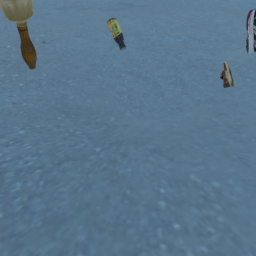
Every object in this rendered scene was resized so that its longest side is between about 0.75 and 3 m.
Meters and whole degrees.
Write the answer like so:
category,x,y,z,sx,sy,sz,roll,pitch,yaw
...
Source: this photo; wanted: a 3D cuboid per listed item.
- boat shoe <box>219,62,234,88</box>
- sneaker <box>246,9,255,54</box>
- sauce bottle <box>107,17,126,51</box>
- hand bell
category,x,y,z,sx,sy,sz,roll,pitch,yaw
boat shoe,2.736,-1.493,7.894,0.328,0.329,0.912,-18,53,27
sneaker,2.886,-2.175,6.246,0.426,0.988,0.397,-4,36,14
sauce bottle,-0.368,-3.298,9.859,0.380,0.380,1.152,-20,82,-26
hand bell,-2.451,-2.306,6.587,1.161,2.229,1.161,2,51,-2
